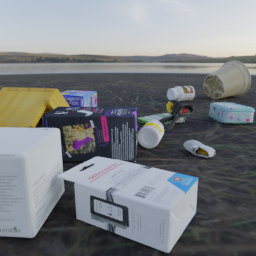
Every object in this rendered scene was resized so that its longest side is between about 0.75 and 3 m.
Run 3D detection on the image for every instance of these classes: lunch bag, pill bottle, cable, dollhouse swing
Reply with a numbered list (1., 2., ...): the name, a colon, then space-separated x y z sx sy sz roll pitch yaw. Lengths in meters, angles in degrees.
1. lunch bag: 4.640 -0.719 12.599 1.549 0.744 1.931 -2 14 -7
2. pill bottle: 3.377 -2.202 17.950 1.669 0.954 0.954 -8 16 -30
3. cable: 2.030 -0.440 11.869 1.240 0.643 2.553 20 40 11
4. dollhouse swing: -4.227 -0.393 11.894 2.662 2.340 2.419 3 -27 14
5. pill bottle: 0.798 0.152 9.262 0.718 0.718 1.376 4 14 15

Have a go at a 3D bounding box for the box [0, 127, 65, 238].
1. box: -2.200 0.857 5.045 1.670 1.430 1.661 1 14 5

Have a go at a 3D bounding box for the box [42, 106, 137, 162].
1. box: -0.984 0.133 8.081 2.495 1.323 1.525 1 14 3

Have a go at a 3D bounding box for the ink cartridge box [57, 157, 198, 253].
1. ink cartridge box: -0.035 1.208 5.041 2.230 0.756 1.293 9 17 31

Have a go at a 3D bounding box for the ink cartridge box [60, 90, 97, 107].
1. ink cartridge box: -2.852 -1.242 14.177 1.829 1.023 2.681 3 17 14

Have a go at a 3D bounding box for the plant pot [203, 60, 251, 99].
1. plant pot: 6.526 -3.069 19.035 2.352 2.569 2.569 -23 24 -31

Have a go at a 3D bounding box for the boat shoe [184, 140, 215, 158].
1. boat shoe: 2.012 0.628 8.188 0.361 0.366 1.033 -9 24 -42

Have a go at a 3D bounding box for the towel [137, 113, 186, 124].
1. towel: 1.449 -0.349 12.298 1.780 0.273 1.328 -10 15 -28
